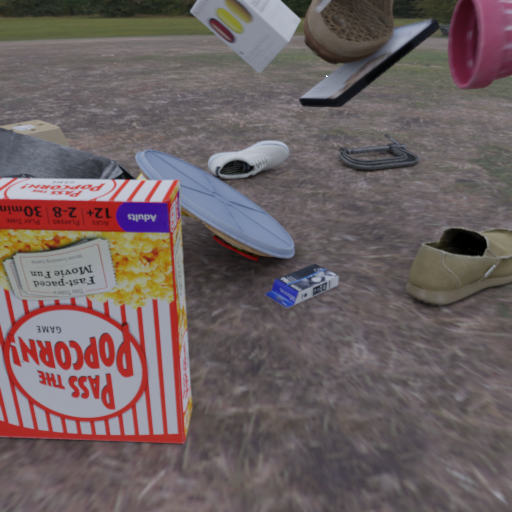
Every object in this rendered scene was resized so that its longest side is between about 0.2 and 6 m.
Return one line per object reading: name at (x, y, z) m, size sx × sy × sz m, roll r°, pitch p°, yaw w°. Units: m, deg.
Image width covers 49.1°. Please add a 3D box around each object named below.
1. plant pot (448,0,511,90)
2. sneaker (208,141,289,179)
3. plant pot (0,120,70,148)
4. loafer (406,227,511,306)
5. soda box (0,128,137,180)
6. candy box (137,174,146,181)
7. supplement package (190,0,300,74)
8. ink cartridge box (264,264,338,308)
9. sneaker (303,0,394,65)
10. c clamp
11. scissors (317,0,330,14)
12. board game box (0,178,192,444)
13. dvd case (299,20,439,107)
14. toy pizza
plant pot at (3.374, -2.962, 7.654) m, size 1.117 × 1.248 × 1.248 m, roll -5°, pitch 27°, yaw 0°
sneaker at (-0.107, -2.220, 13.535) m, size 2.046 × 0.747 × 0.724 m, roll -17°, pitch 38°, yaw -12°
plant pot at (-5.018, -2.191, 12.559) m, size 1.608 × 1.425 × 1.610 m, roll 24°, pitch 35°, yaw 39°
loafer at (3.437, -0.015, 8.792) m, size 2.675 × 0.902 × 1.017 m, roll -21°, pitch 34°, yaw -36°
soda box at (-3.828, -0.967, 9.337) m, size 4.790 × 1.517 × 1.695 m, roll 19°, pitch 71°, yaw 34°
candy box at (-2.281, -1.964, 13.434) m, size 0.855 × 0.221 × 1.674 m, roll 4°, pitch 27°, yaw 3°
supplement package at (-0.204, -4.822, 11.269) m, size 1.831 × 1.041 × 1.003 m, roll 37°, pitch 48°, yaw -17°
ink cartridge box at (0.707, 0.446, 8.667) m, size 1.097 × 0.215 × 0.546 m, roll -22°, pitch 35°, yaw -35°
sneaker at (1.335, -3.440, 8.671) m, size 1.215 × 1.303 × 3.449 m, roll 37°, pitch 41°, yaw -5°
c clamp at (3.173, -2.698, 14.888) m, size 2.406 × 0.326 × 2.055 m, roll -12°, pitch 34°, yaw -26°
scissors at (1.004, -3.336, 7.075) m, size 0.127 × 0.668 × 1.827 m, roll 25°, pitch 60°, yaw 0°
board game box at (-1.734, 0.603, 5.550) m, size 2.057 × 2.716 × 0.629 m, roll 1°, pitch 26°, yaw 2°
dvd case at (1.618, -2.820, 8.295) m, size 1.870 × 0.164 × 1.334 m, roll -39°, pitch 23°, yaw -6°
toy pizza at (-0.716, -0.786, 9.496) m, size 3.103 × 0.492 × 3.103 m, roll 31°, pitch 14°, yaw -9°
